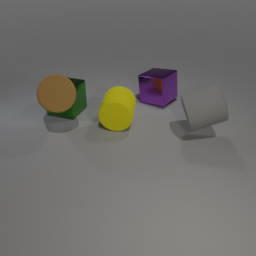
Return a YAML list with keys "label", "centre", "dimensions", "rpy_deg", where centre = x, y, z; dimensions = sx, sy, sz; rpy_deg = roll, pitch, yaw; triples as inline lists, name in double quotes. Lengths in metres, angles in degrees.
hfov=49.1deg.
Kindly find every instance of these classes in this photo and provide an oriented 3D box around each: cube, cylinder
- label: "cube"
  centre: [1.484, -2.038, 13.710]
  dimensions: [1.400, 1.400, 1.400]
  rpy_deg: [14, 33, 35]
- label: "cube"
  centre: [-2.837, -1.406, 12.799]
  dimensions: [1.400, 1.400, 1.400]
  rpy_deg: [10, 32, 16]
- label: "cylinder"
  centre: [-2.791, -1.308, 10.821]
  dimensions: [1.400, 1.400, 1.400]
  rpy_deg: [-11, 8, -17]
- label: "cylinder"
  centre: [2.835, -0.748, 10.472]
  dimensions: [1.400, 1.400, 1.400]
  rpy_deg: [-17, 29, 10]
- label: "cylinder"
  centre: [-0.425, -0.818, 11.712]
  dimensions: [1.400, 1.400, 1.400]
  rpy_deg: [4, 34, 6]
